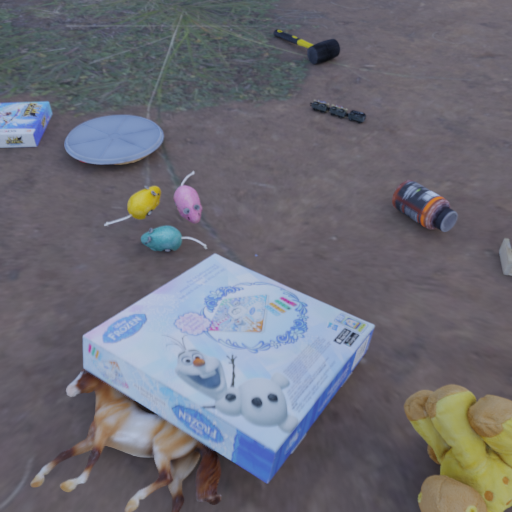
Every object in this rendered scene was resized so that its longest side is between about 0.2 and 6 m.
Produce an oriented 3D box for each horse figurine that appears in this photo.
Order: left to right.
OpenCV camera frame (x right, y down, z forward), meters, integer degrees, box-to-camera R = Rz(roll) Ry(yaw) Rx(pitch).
[{"bbox_3d":[-1.478,2.395,6.979,2.572,0.642,1.704,14,36,14],"label":"horse figurine"}]

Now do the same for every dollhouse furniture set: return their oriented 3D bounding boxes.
[{"bbox_3d":[5.173,-0.021,9.456,1.609,1.134,1.127,8,42,8],"label":"dollhouse furniture set"}]

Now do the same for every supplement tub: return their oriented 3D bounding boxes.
[{"bbox_3d":[3.263,-0.935,10.816,0.659,0.659,1.232,-22,43,-23],"label":"supplement tub"}]

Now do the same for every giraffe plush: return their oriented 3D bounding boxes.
[{"bbox_3d":[2.392,2.670,6.386,1.948,1.681,1.579,45,62,-4],"label":"giraffe plush"}]

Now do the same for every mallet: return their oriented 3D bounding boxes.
[{"bbox_3d":[1.326,-6.628,17.545,0.939,0.587,2.852,-32,45,-26],"label":"mallet"}]

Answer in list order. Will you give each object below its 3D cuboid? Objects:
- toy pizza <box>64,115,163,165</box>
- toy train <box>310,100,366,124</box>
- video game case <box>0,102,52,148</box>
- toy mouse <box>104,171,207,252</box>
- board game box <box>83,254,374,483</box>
[{"bbox_3d":[-3.280,-2.643,13.041,2.246,0.356,2.246,0,40,0],"label":"toy pizza"},{"bbox_3d":[2.093,-3.722,14.343,1.544,0.263,0.354,23,43,23],"label":"toy train"},{"bbox_3d":[-5.971,-3.221,13.675,1.540,0.386,1.699,-2,41,-3],"label":"video game case"},{"bbox_3d":[-1.551,-0.717,10.317,1.702,0.371,1.915,42,75,12],"label":"toy mouse"},{"bbox_3d":[-0.282,1.272,7.901,2.961,0.645,2.975,25,34,24],"label":"board game box"}]
